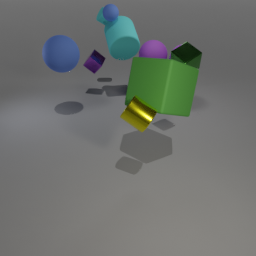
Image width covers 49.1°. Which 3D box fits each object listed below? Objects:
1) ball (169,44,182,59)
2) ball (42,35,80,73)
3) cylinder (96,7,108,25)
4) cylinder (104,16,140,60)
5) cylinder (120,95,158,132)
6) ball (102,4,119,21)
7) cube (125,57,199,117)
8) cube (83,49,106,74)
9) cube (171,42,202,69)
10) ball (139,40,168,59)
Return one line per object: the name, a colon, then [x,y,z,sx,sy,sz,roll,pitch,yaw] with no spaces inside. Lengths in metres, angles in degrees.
ball: [2.595,-3.139,12.874,1.400,1.400,1.400,0,29,0]
ball: [-2.568,-2.842,10.773,1.400,1.400,1.400,0,29,0]
cylinder: [-1.069,-5.373,13.583,0.700,0.700,0.700,22,18,-28]
cylinder: [-0.280,-4.049,12.655,1.400,1.400,1.400,-7,58,-12]
cylinder: [0.268,-0.360,7.063,0.700,0.700,0.700,35,32,-3]
ball: [-0.745,-4.948,12.023,0.700,0.700,0.700,0,29,0]
cube: [0.962,-1.165,8.017,1.400,1.400,1.400,17,10,42]
cube: [-1.634,-3.230,13.656,0.700,0.700,0.700,36,45,-20]
cube: [1.850,-2.185,9.001,0.700,0.700,0.700,-34,61,-15]
ball: [1.228,-3.575,13.703,1.400,1.400,1.400,0,29,0]
